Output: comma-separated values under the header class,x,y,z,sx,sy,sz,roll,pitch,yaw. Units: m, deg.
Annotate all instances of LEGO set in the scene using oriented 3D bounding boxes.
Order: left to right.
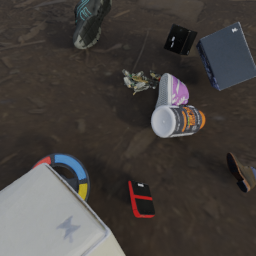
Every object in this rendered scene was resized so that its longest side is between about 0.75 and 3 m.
class,x,y,z,sx,sy,sz,roll,pitch,yaw
LEGO set,0.462,-1.344,8.415,1.868,0.529,1.213,-4,32,-36

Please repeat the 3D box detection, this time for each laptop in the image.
class,x,y,z,sx,sy,sz,roll,pitch,yaw
laptop,1.760,-2.926,9.339,0.946,0.838,0.488,19,24,-5

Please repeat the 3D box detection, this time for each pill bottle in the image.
class,x,y,z,sx,sy,sz,roll,pitch,yaw
pill bottle,1.316,-0.182,6.974,1.437,0.763,0.763,-4,39,-42

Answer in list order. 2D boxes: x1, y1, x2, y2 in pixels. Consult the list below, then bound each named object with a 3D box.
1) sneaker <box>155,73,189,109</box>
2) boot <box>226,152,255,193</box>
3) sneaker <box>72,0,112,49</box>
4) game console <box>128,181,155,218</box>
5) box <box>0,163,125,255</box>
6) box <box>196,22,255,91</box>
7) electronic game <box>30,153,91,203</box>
class,x,y,z,sx,sy,sz,roll,pitch,yaw
sneaker,1.315,-0.695,7.857,0.927,0.589,1.626,24,65,-25
boot,2.484,0.894,6.065,0.438,0.337,0.903,-20,84,-20
sneaker,-1.430,-3.832,9.928,1.026,0.976,2.590,11,64,22
game console,0.275,1.428,5.597,0.121,0.780,0.690,-26,62,23
box,-0.840,2.074,3.343,1.718,2.687,1.464,-36,39,-21
box,2.545,-1.836,7.446,0.979,1.357,1.829,-22,6,14
electronic game,-1.468,1.232,5.744,1.468,0.306,1.468,-4,73,12
